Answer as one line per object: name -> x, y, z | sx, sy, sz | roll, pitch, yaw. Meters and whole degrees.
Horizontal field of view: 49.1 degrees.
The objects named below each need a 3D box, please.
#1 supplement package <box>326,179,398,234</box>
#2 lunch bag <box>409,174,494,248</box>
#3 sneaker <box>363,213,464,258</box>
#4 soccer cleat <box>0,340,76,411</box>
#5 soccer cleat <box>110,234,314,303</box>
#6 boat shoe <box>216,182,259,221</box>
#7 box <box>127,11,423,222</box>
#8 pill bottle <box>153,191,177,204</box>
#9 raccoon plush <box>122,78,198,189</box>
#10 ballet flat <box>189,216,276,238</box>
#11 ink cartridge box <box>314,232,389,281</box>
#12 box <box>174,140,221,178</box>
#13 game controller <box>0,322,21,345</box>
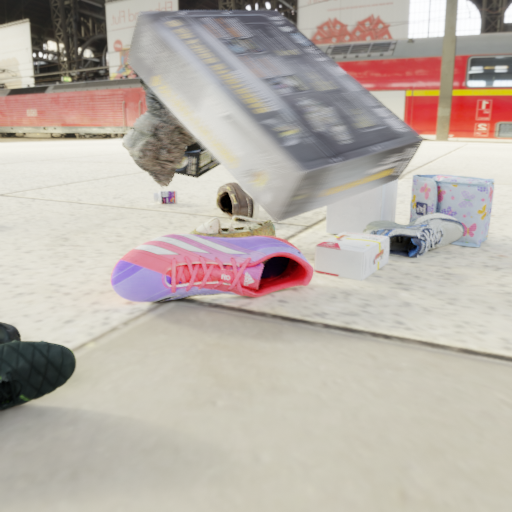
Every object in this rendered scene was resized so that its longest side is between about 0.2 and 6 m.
supplement package -> 2.650, -1.511, 13.822 | 1.359, 1.767, 1.848 | 7, 17, 25
lunch bag -> 4.356, -1.057, 12.745 | 1.754, 1.487, 1.115 | 13, 21, 33
sneaker -> 3.346, -0.300, 11.625 | 2.132, 0.822, 0.908 | -8, 26, -3
soccer cleat -> -2.880, 1.407, 5.383 | 2.266, 0.765, 0.919 | -10, 30, -18
soccer cleat -> -0.630, 0.232, 8.971 | 3.240, 1.081, 1.239 | -5, 19, -28
boat shoe -> -0.692, -1.545, 15.716 | 0.744, 0.898, 2.500 | -3, 21, -22
box -> 0.323, -2.488, 9.013 | 3.093, 0.944, 3.906 | -23, 62, -40
pill bottle -> -2.849, -1.841, 17.620 | 0.732, 0.408, 0.408 | -2, 15, -6
raccoon plush -> -1.193, -2.921, 11.214 | 3.491, 2.339, 1.689 | -21, -36, 31
ballet flat -> -0.639, -0.526, 12.265 | 2.160, 0.764, 0.764 | -1, 15, -3
ink cartridge box -> 1.846, -0.033, 10.705 | 0.988, 0.568, 1.361 | 9, 18, 31
box -> -1.391, -3.082, 14.103 | 0.902, 1.716, 2.096 | 14, 26, 14
game controller -> -4.160, 1.171, 6.768 | 2.362, 0.497, 1.232 | 0, 30, 3
